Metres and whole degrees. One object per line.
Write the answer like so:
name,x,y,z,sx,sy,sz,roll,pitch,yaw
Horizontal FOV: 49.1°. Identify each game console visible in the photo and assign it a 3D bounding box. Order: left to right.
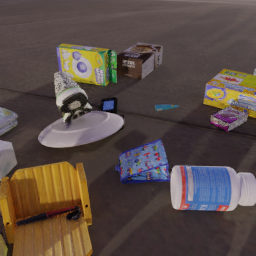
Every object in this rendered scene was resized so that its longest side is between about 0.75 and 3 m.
game console,-0.857,-0.579,10.740,1.423,0.291,2.413,0,32,-1

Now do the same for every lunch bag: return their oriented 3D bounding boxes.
lunch bag,0.358,1.021,8.018,1.472,0.692,1.108,-10,36,1

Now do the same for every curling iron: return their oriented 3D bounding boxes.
curling iron,-1.768,2.014,6.347,1.467,0.187,0.364,-6,29,-8

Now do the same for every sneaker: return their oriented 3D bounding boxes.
sneaker,-1.752,-0.976,8.578,1.012,2.632,1.166,-23,81,-13

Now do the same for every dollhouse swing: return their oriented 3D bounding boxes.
dollhouse swing,-1.710,1.829,5.949,1.843,1.675,1.620,-8,13,-14

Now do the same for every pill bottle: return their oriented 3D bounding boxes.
pill bottle,2.054,1.469,6.841,1.907,1.070,1.070,1,33,2

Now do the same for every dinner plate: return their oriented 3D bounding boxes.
dinner plate,-1.569,-0.115,9.361,2.881,0.349,2.881,-7,20,3

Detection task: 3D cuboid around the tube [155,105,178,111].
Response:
tube,1.489,-0.792,10.622,0.900,0.227,0.349,-4,5,5

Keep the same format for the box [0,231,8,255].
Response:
box,-2.638,2.743,5.365,0.358,0.537,1.427,-9,35,-10

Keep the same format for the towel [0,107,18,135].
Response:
towel,-5.415,-0.092,9.703,2.117,0.596,2.473,17,37,25

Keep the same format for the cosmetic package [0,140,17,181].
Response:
cosmetic package,-3.650,0.911,7.943,0.491,0.797,0.800,8,34,14

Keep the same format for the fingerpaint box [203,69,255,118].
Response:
fingerpaint box,4.741,-1.429,11.439,2.583,0.947,2.155,20,37,29

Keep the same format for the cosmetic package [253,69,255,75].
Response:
cosmetic package,6.580,-2.130,12.599,1.754,0.889,0.625,1,33,4

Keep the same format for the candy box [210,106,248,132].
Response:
candy box,3.733,-0.364,10.334,1.180,0.360,0.805,-23,39,-32

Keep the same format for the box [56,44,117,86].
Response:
box,-1.893,-2.936,13.133,2.817,1.653,0.681,10,34,14

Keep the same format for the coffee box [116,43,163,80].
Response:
coffee box,0.634,-3.573,14.678,1.491,1.053,2.638,15,36,22
